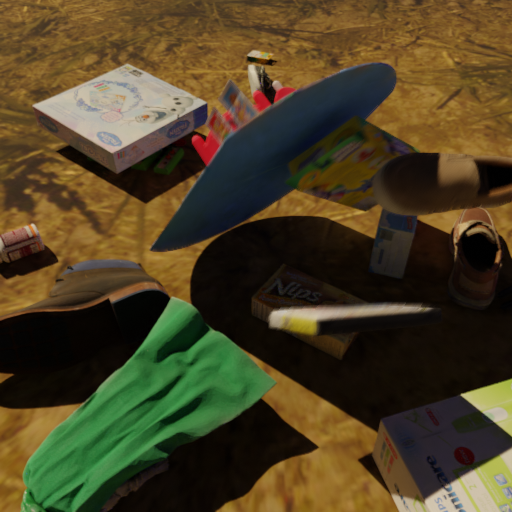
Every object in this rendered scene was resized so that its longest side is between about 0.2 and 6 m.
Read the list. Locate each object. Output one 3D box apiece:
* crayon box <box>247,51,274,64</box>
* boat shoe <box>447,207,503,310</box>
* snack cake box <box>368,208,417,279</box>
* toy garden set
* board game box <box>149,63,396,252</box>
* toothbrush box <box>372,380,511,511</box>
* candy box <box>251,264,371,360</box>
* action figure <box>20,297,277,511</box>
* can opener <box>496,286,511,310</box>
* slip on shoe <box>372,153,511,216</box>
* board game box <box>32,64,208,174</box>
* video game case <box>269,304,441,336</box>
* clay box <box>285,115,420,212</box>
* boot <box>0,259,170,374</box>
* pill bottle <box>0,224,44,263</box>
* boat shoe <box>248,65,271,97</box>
[{"bbox_3d":[0.132,-5.965,16.846,0.704,0.182,0.443,16,45,18],"label":"crayon box"},{"bbox_3d":[3.941,-0.177,9.873,0.953,0.903,2.516,10,43,11],"label":"boat shoe"},{"bbox_3d":[2.580,-0.642,10.248,0.637,1.091,1.896,12,43,13],"label":"snack cake box"},{"bbox_3d":[-2.634,-2.656,13.002,2.015,0.402,1.680,12,43,13],"label":"toy garden set"},{"bbox_3d":[0.047,-1.752,8.971,3.690,4.671,0.909,-27,80,-37],"label":"board game box"},{"bbox_3d":[2.781,2.580,6.789,2.200,0.947,1.602,-13,43,-11],"label":"toothbrush box"},{"bbox_3d":[0.878,0.866,9.042,1.686,0.466,0.973,24,47,25],"label":"candy box"},{"bbox_3d":[-1.643,2.251,7.164,2.050,0.949,3.471,33,59,30],"label":"action figure"},{"bbox_3d":[4.694,0.549,9.504,1.502,0.591,0.476,-26,87,-22],"label":"can opener"},{"bbox_3d":[2.785,-1.043,7.829,2.401,0.728,0.913,1,79,-21],"label":"slip on shoe"},{"bbox_3d":[-3.091,-3.269,12.935,2.823,0.612,2.809,32,51,26],"label":"board game box"},{"bbox_3d":[1.119,0.731,6.671,1.556,0.198,1.406,-3,-2,-19],"label":"video game case"},{"bbox_3d":[1.577,-1.412,8.854,2.371,1.363,0.564,11,56,-48],"label":"clay box"},{"bbox_3d":[-2.938,0.885,8.797,3.058,1.142,1.482,-12,27,-17],"label":"boot"},{"bbox_3d":[-4.394,-0.191,10.183,0.908,0.519,0.519,-23,47,-24],"label":"pill bottle"},{"bbox_3d":[0.115,-4.772,15.204,0.549,0.609,1.724,-5,41,-3],"label":"boat shoe"}]
